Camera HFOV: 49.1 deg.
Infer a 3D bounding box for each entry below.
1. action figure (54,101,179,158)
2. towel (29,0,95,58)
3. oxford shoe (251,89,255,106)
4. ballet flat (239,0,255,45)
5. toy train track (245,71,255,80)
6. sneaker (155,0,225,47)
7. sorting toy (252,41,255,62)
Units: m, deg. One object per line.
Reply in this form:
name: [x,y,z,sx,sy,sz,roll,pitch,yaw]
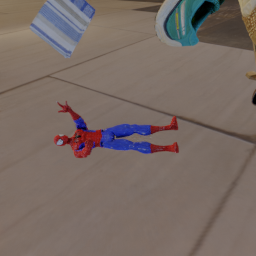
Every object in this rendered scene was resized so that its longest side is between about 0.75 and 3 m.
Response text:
action figure: [-0.270,0.048,3.736,1.784,0.883,0.582,-5,65,15]
towel: [-2.034,-3.467,8.972,0.244,1.505,2.049,1,61,56]
oxford shoe: [2.616,-0.880,4.383,0.592,1.625,0.579,-22,64,-40]
ballet flat: [2.323,-2.492,4.908,0.826,0.892,2.530,26,61,-7]
toy train track: [3.564,-1.131,6.526,1.685,0.274,0.967,9,34,-12]
sneaker: [1.556,-2.766,5.802,1.012,2.542,0.985,25,-4,32]
sorting toy: [3.483,-1.349,5.577,1.620,1.630,0.567,-11,12,14]
